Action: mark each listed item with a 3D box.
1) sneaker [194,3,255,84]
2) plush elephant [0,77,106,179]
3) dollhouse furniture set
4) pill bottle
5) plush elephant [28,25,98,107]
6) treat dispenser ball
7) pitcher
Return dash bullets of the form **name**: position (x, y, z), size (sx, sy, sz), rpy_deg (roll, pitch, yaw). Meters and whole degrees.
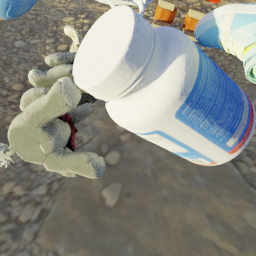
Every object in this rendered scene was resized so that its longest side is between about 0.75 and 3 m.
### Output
- **sneaker**: position (1.295, -0.882, 3.122), size (1.396, 0.555, 0.912), rpy_deg (7, 70, 41)
- **plush elephant**: position (-1.092, -0.028, 4.328), size (1.740, 1.433, 1.347), rpy_deg (-15, 22, 21)
- **dollhouse furniture set**: position (1.251, -4.261, 7.621), size (2.915, 2.947, 1.518), rpy_deg (19, 25, 5)
- **pill bottle**: position (0.605, -0.487, 4.014), size (1.474, 2.626, 1.474), rpy_deg (-25, 52, 37)
- **plush elephant**: position (-0.910, -1.091, 5.048), size (1.511, 1.245, 1.170), rpy_deg (-32, 43, 10)
- **treat dispenser ball**: position (-2.792, -3.284, 5.862), size (1.926, 1.926, 1.926), rpy_deg (0, 45, 0)
- **pitcher**: position (-0.204, -2.226, 4.443), size (1.264, 0.767, 1.085), rpy_deg (23, 61, 2)
